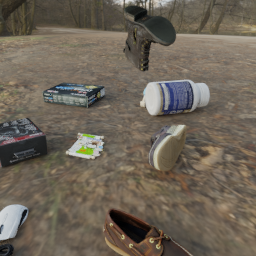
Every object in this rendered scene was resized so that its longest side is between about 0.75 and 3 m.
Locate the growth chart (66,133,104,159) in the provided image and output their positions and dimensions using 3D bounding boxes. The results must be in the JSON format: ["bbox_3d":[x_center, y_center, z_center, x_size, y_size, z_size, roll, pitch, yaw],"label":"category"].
[{"bbox_3d":[-1.382,0.598,9.525,1.158,0.142,1.600,5,25,8],"label":"growth chart"}]

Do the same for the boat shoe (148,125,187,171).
[{"bbox_3d":[1.119,0.527,8.719,0.906,1.005,2.795,5,20,25],"label":"boat shoe"}]

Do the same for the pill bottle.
[{"bbox_3d":[2.186,-1.370,12.366,2.591,1.439,1.439,-6,25,-15],"label":"pill bottle"}]

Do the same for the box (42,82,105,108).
[{"bbox_3d":[-2.703,-1.732,14.228,2.509,0.577,1.994,8,25,18],"label":"box"}]

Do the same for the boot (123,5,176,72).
[{"bbox_3d":[0.639,-2.770,9.488,0.833,2.095,2.406,-29,56,-21],"label":"boot"}]

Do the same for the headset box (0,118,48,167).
[{"bbox_3d":[-3.615,0.428,9.106,1.482,0.769,1.992,-16,30,-32],"label":"headset box"}]

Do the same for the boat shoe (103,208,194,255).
[{"bbox_3d":[0.384,2.176,5.219,2.073,0.729,0.730,16,24,29],"label":"boat shoe"}]

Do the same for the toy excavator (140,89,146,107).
[{"bbox_3d":[0.946,-1.535,13.626,0.615,1.197,1.231,11,-2,22],"label":"toy excavator"}]

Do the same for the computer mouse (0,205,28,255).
[{"bbox_3d":[-2.622,2.077,5.883,0.882,0.353,1.608,-1,24,2],"label":"computer mouse"}]
